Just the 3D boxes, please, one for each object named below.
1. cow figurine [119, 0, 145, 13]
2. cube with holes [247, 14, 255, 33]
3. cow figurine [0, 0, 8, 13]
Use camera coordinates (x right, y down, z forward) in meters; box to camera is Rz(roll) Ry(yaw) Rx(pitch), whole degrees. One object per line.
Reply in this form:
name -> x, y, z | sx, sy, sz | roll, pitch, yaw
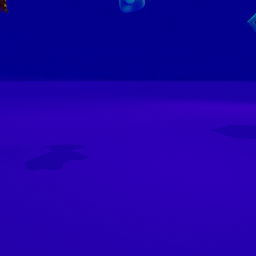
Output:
cow figurine -> 0.049, -2.697, 5.065 | 0.706, 1.286, 1.266 | -15, 45, -5
cube with holes -> 4.066, -2.592, 6.957 | 1.211, 1.211, 1.211 | -9, -26, -42
cow figurine -> -2.999, -2.530, 5.431 | 1.129, 1.111, 0.620 | -46, 14, -11
